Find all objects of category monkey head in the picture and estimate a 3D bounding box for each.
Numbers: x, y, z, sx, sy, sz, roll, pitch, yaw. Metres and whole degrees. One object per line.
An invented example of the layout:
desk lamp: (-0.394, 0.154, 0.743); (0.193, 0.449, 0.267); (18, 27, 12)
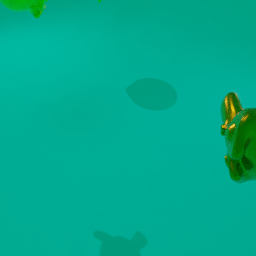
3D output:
monkey head: (-1.302, -1.880, 3.589); (0.679, 1.127, 0.811); (29, 72, -22)
monkey head: (1.475, 0.055, 2.898); (0.959, 1.591, 1.144); (-6, 42, 11)

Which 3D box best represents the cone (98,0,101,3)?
cone: (-0.628, -4.279, 7.638); (1.631, 1.637, 1.631); (13, 24, -6)
